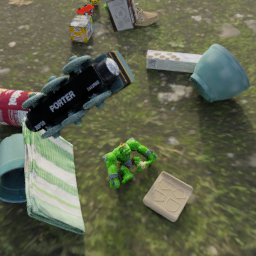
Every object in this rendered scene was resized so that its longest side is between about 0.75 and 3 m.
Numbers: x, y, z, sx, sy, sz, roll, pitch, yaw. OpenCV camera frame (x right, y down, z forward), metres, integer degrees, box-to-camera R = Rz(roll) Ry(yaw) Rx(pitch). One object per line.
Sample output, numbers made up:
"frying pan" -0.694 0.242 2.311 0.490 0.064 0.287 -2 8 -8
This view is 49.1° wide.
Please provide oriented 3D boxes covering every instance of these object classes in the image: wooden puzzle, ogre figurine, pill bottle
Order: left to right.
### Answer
"pill bottle" -3.453 -0.638 9.535 2.151 1.215 1.215 6 53 4
"ogre figurine" -0.035 0.997 8.566 1.746 0.857 1.047 -37 78 -8
"wooden puzzle" 1.165 1.986 8.126 1.067 0.267 1.152 28 62 20

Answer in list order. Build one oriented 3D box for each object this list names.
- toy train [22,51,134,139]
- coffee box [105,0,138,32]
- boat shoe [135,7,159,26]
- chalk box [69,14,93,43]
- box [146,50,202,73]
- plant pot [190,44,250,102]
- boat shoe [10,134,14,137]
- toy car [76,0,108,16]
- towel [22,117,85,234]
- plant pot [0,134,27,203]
"toy train" -1.141 -0.730 6.380 1.191 2.795 1.593 59 31 -3
"coffee box" -0.272 -3.949 8.547 0.674 1.690 0.955 -6 36 17
"boat shoe" 0.489 -5.394 13.541 2.138 0.690 0.762 -14 54 -11
"chalk box" -2.094 -4.669 12.932 0.794 0.790 1.277 11 52 10
"box" 2.163 -2.703 11.543 2.834 0.587 0.548 6 53 6
"plant pot" 3.147 -1.796 10.149 1.357 2.025 2.025 -37 57 6
"boat shoe" -3.795 0.489 9.268 0.293 0.253 0.804 -9 53 -7
"toy car" -1.314 -6.117 14.232 2.123 0.503 2.256 10 54 7
"towel" -1.972 1.215 7.564 0.339 2.212 2.899 -27 52 11
"plant pot" -3.096 1.070 8.133 1.545 1.545 1.514 -15 46 -12
